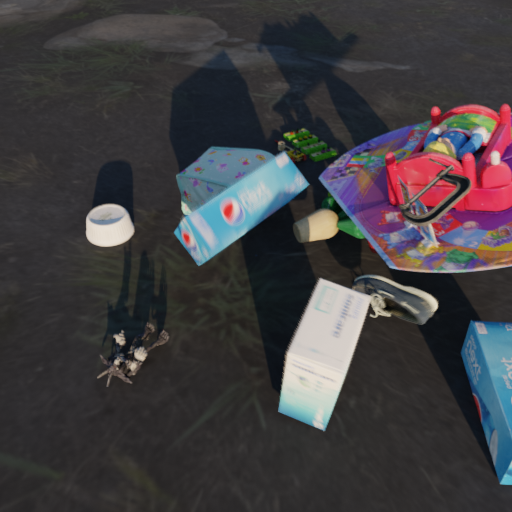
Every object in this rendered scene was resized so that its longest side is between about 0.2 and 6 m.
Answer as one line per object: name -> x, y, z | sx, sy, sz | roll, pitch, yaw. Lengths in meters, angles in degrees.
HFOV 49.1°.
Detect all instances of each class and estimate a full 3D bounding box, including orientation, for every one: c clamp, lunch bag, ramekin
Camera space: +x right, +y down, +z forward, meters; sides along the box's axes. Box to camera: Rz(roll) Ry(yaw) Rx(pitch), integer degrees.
c clamp -> 2.730, -0.967, 8.738 | 1.303, 0.176, 1.113 | -43, 36, -11
lunch bag -> -0.461, -1.619, 12.797 | 2.077, 1.266, 1.769 | 11, 38, 22
ramekin -> -3.231, -0.707, 12.287 | 1.049, 0.489, 1.049 | 0, 40, 0

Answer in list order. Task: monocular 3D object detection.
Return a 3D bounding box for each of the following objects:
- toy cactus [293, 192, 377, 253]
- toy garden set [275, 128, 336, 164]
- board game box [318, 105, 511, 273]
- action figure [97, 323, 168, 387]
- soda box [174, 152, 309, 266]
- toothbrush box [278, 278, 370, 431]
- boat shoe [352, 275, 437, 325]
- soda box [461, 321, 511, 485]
toy cactus -> 1.877, -0.756, 11.833 | 2.255, 1.397, 2.732 | -19, 39, -12
toy garden set -> 1.204, -3.056, 15.297 | 1.326, 0.317, 1.590 | -20, 43, -23
board game box -> 3.806, -1.947, 10.577 | 4.615, 1.137, 5.841 | -19, 33, -2
action figure -> -2.102, 1.598, 9.374 | 0.746, 0.641, 1.255 | 32, 46, 19
soda box -> -0.266, -0.941, 10.963 | 2.649, 0.898, 0.850 | -36, 89, -27
toothbrush box -> 0.980, 1.493, 8.283 | 0.807, 1.893, 1.386 | 20, 54, 12
boat shoe -> 2.349, 0.813, 9.952 | 1.691, 0.633, 0.523 | 20, 56, 41
soda box -> 3.850, 2.148, 8.516 | 0.789, 0.834, 2.458 | 2, 39, 3
